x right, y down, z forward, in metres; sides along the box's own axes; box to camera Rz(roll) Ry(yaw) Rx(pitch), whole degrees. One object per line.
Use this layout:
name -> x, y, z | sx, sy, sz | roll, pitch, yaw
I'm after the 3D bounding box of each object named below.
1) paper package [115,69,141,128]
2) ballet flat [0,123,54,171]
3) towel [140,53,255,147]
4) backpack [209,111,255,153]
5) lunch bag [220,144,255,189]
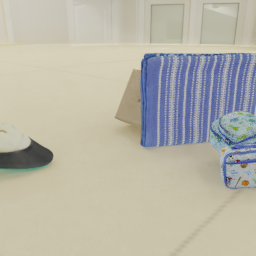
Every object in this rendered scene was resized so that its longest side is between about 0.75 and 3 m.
paper package -> 0.644, -0.695, 7.458 | 1.578, 1.504, 0.817 | 19, -2, 41
ballet flat -> -2.665, 0.320, 5.311 | 2.476, 0.904, 0.904 | 4, 18, -17
towel -> 1.711, -0.643, 6.485 | 2.981, 2.158, 0.355 | -4, 18, -12
backpack -> 2.125, 0.105, 5.461 | 0.933, 0.750, 1.020 | -19, 32, -12
lunch bag -> 2.089, 0.642, 4.859 | 1.005, 0.805, 0.380 | -6, 26, 6
